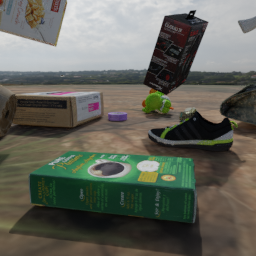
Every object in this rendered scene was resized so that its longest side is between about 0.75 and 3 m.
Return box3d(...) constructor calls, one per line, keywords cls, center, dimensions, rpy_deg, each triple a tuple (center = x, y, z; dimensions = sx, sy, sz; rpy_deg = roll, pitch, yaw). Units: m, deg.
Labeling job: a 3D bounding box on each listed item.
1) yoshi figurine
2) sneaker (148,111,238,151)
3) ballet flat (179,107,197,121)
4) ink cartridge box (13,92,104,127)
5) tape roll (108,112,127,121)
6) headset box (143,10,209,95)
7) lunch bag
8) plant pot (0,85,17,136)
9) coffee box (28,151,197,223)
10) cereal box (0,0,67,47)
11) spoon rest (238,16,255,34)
box3d(cls="yoshi figurine", center=(1.217, -1.294, 13.043), dimensions=(1.374, 1.379, 2.454), rpy_deg=(-17, 16, -6))
box3d(cls="sneaker", center=(1.559, 0.001, 6.947), dimensions=(2.153, 0.892, 0.772), rpy_deg=(4, 12, 21))
box3d(cls="ballet flat", center=(2.467, -0.570, 11.004), dimensions=(1.282, 0.483, 0.435), rpy_deg=(-10, 25, -44))
box3d(cls="ink cartridge box", center=(-2.521, -0.806, 10.649), dimensions=(2.387, 1.088, 2.897), rpy_deg=(2, 10, 16))
box3d(cls="tape roll", center=(-0.409, -0.464, 11.098), dimensions=(0.753, 0.247, 0.753), rpy_deg=(0, 12, 0))
box3d(cls="headset box", center=(1.609, -2.572, 9.138), dimensions=(0.943, 2.515, 1.870), rpy_deg=(29, 33, 18))
box3d(cls="lunch bag", center=(4.626, -0.772, 9.552), dimensions=(2.489, 1.463, 2.041), rpy_deg=(5, 8, 41))
box3d(cls="plant pot", center=(-4.304, -0.611, 7.867), dimensions=(1.914, 2.206, 2.206), rpy_deg=(17, 9, -7))
box3d(cls="coffee box", center=(-0.134, 0.760, 4.100), dimensions=(2.179, 0.479, 1.340), rpy_deg=(3, 11, 11))
box3d(cls="cereal box", center=(-3.161, -3.642, 8.887), dimensions=(2.162, 1.556, 0.427), rpy_deg=(13, -1, -6))
box3d(cls="spoon rest", center=(3.856, -3.468, 7.365), dimensions=(0.711, 1.165, 2.346), rpy_deg=(-14, -15, -16))
